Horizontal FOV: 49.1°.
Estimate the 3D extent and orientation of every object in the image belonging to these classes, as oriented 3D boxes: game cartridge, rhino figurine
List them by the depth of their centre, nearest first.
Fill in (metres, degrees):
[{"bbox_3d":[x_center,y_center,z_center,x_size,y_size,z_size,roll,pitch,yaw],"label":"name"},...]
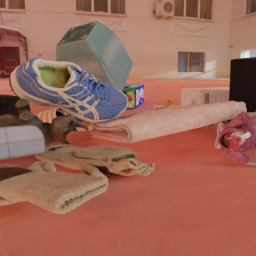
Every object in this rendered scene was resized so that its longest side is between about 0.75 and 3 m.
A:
[{"bbox_3d":[-2.751,0.398,4.066,2.745,0.561,1.827,-8,1,-35],"label":"game cartridge"},{"bbox_3d":[-2.097,0.010,5.816,2.538,1.110,0.759,-1,44,-9],"label":"rhino figurine"}]

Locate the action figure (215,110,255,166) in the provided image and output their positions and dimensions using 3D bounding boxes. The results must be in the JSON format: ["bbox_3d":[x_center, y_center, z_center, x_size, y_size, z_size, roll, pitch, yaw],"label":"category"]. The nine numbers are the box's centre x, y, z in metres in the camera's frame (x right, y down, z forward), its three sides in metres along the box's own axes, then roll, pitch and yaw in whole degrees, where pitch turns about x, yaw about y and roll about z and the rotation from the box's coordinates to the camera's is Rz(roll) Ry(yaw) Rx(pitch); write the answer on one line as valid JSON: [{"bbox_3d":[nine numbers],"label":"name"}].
[{"bbox_3d":[2.015,0.066,5.191,1.272,1.144,1.708,8,11,35],"label":"action figure"}]

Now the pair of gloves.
[{"bbox_3d":[-0.958,0.665,4.082,2.168,0.447,2.550,1,7,26],"label":"pair of gloves"}]

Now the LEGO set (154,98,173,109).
[{"bbox_3d":[1.708,-0.809,10.621,1.440,0.591,0.549,4,12,19],"label":"LEGO set"}]

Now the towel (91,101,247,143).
[{"bbox_3d":[0.746,-0.205,6.522,2.795,0.451,2.669,-13,7,-23],"label":"towel"}]

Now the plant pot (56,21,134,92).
[{"bbox_3d":[-1.455,-2.672,10.885,2.306,2.356,2.313,-5,44,25],"label":"plant pot"}]

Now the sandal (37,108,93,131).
[{"bbox_3d":[-1.909,-0.286,8.121,2.078,0.595,0.796,1,12,1],"label":"sandal"}]

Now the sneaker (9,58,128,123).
[{"bbox_3d":[-1.087,-0.776,6.103,2.703,1.023,1.041,10,-17,-33],"label":"sneaker"}]

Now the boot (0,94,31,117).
[{"bbox_3d":[-4.530,-0.444,7.982,2.133,1.037,2.833,11,23,38],"label":"boot"}]

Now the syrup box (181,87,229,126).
[{"bbox_3d":[3.147,-0.766,9.210,2.729,1.074,1.111,-5,13,-23],"label":"syrup box"}]

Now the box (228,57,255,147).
[{"bbox_3d":[3.612,-0.756,7.067,1.097,1.963,2.782,12,16,42],"label":"box"}]

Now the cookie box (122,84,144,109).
[{"bbox_3d":[-0.720,-1.537,13.023,2.638,0.991,2.257,2,13,12],"label":"cookie box"}]
